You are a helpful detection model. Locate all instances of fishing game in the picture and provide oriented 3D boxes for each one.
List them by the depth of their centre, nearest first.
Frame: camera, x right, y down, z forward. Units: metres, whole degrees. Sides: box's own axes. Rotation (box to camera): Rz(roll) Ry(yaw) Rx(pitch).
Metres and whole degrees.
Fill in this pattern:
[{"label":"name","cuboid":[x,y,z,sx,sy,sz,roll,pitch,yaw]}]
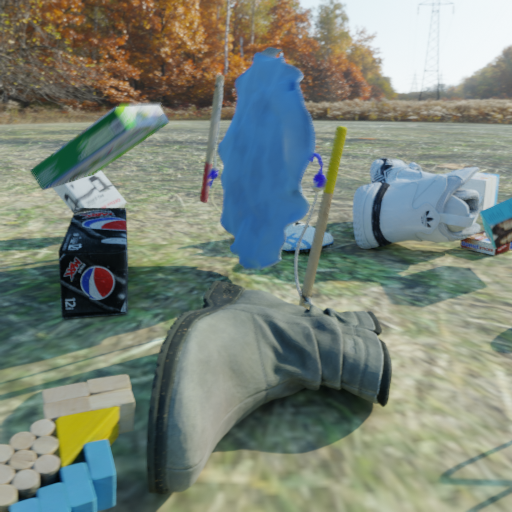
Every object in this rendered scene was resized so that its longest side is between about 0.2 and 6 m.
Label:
[{"label":"fishing game","cuboid":[0.147,-1.394,8.317,0.696,3.207,4.479,0,20,-24]}]

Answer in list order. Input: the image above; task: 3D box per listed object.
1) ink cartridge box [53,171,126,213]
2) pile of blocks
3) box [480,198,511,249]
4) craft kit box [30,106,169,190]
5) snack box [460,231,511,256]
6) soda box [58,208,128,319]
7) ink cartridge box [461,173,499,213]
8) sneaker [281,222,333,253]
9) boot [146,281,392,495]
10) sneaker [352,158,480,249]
[{"label":"ink cartridge box","cuboid":[-3.196,-1.172,10.760,0.845,1.163,0.485,-37,-5,-41]},{"label":"pile of blocks","cuboid":[-1.384,1.653,3.028,1.008,0.763,2.457,21,31,21]},{"label":"box","cuboid":[4.393,-0.707,8.878,1.508,0.620,0.371,-25,44,12]},{"label":"craft kit box","cuboid":[-2.133,-1.552,7.849,1.542,0.374,1.523,-30,6,16]},{"label":"snack box","cuboid":[4.578,-0.331,10.278,1.891,0.230,0.680,-13,21,-36]},{"label":"soda box","cuboid":[-2.267,-0.026,8.055,0.826,0.923,2.609,-1,17,-13]},{"label":"ink cartridge box","cuboid":[5.128,-1.501,13.209,0.793,0.772,1.233,12,20,35]},{"label":"sneaker","cuboid":[0.515,-0.493,10.048,1.945,0.705,0.699,16,22,38]},{"label":"boot","cuboid":[0.283,0.977,4.870,1.898,0.984,2.906,8,19,8]},{"label":"sneaker","cuboid":[3.134,-1.074,10.596,2.057,1.345,3.579,0,21,22]}]
